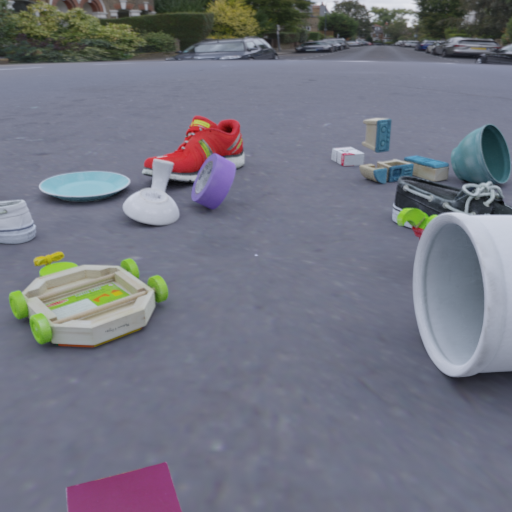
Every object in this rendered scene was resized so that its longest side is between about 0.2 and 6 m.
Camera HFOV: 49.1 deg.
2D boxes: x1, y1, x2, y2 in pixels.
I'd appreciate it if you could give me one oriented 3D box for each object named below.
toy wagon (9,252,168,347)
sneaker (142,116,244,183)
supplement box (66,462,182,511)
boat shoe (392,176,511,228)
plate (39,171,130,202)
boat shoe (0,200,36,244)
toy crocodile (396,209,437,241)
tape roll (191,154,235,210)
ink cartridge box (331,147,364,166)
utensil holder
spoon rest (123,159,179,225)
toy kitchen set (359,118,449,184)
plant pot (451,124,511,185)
[{"bbox_3d":[-2.310,0.489,7.431,1.712,0.437,2.207,-18,29,-36],"label":"toy wagon"},{"bbox_3d":[-1.488,-2.590,13.260,1.255,1.384,3.259,15,28,30],"label":"sneaker"},{"bbox_3d":[-0.788,1.902,3.481,0.656,1.002,0.517,-7,25,-18],"label":"supplement box"},{"bbox_3d":[3.751,-0.816,9.702,1.066,0.986,2.886,-21,31,-39],"label":"boat shoe"},{"bbox_3d":[-3.691,-1.481,12.141,1.897,0.242,1.897,2,23,-1],"label":"plate"},{"bbox_3d":[-4.985,-0.696,9.690,2.329,0.778,0.857,0,24,0],"label":"boat shoe"},{"bbox_3d":[2.656,-0.251,8.347,0.439,1.420,0.479,-52,26,-5],"label":"toy crocodile"},{"bbox_3d":[-0.849,-1.464,11.054,0.435,1.025,1.025,23,15,-24],"label":"tape roll"},{"bbox_3d":[2.375,-2.584,14.580,0.565,0.324,0.778,-7,25,-16],"label":"ink cartridge box"},{"bbox_3d":[3.015,0.401,6.099,2.054,1.745,1.745,0,23,-7],"label":"utensil holder"},{"bbox_3d":[-1.987,-1.163,11.078,1.065,0.650,2.143,11,34,-7],"label":"spoon rest"},{"bbox_3d":[3.441,-2.447,12.835,1.831,1.467,1.078,-13,26,-27],"label":"toy kitchen set"},{"bbox_3d":[5.027,-2.202,12.726,1.354,1.354,0.907,-23,7,-42],"label":"plant pot"}]
